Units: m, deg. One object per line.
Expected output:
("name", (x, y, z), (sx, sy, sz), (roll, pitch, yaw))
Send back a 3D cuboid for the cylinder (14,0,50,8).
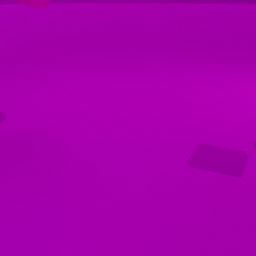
("cylinder", (-2.208, -3.548, 6.280), (1.166, 1.166, 1.166), (20, 39, -17))
